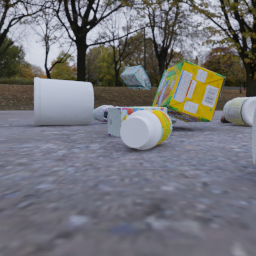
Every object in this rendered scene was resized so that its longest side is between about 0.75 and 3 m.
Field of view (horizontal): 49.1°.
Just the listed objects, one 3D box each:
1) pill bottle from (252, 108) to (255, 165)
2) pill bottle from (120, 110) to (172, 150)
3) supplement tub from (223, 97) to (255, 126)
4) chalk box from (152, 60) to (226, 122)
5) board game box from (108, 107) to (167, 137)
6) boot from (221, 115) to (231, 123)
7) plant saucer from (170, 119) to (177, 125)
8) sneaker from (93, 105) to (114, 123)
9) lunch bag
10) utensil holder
[{"bbox_3d":[2.586,0.136,3.420,1.909,1.076,1.076,2,5,19],"label":"pill bottle"},{"bbox_3d":[0.405,0.026,6.186,0.840,0.840,1.513,2,6,22],"label":"pill bottle"},{"bbox_3d":[5.378,-0.762,12.943,1.299,1.299,1.792,-1,5,-13],"label":"supplement tub"},{"bbox_3d":[2.168,-1.317,11.229,1.798,1.807,2.905,19,-3,-11],"label":"chalk box"},{"bbox_3d":[0.308,-0.227,8.889,1.697,0.890,0.874,-4,7,-31],"label":"board game box"},{"bbox_3d":[5.574,-0.482,15.016,0.701,0.541,1.447,17,24,38],"label":"boot"},{"bbox_3d":[1.529,-0.228,12.368,1.257,0.316,1.257,2,6,0],"label":"plant saucer"},{"bbox_3d":[-0.465,-0.677,14.033,2.460,0.956,1.721,-2,4,-18],"label":"sneaker"},{"bbox_3d":[0.350,-1.886,11.091,0.888,1.042,0.636,6,52,48],"label":"lunch bag"},{"bbox_3d":[-3.062,-1.207,13.146,2.583,2.195,2.195,-1,5,-19],"label":"utensil holder"}]
